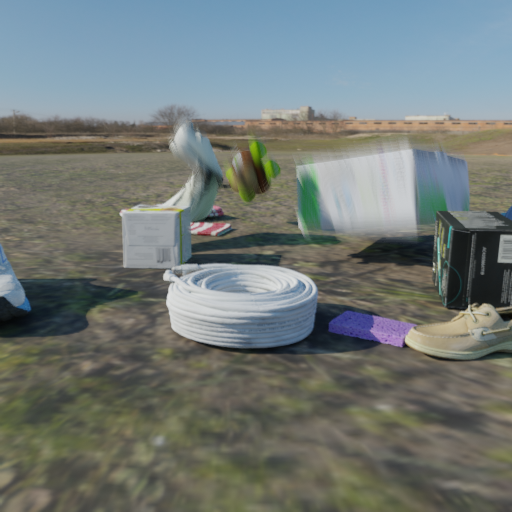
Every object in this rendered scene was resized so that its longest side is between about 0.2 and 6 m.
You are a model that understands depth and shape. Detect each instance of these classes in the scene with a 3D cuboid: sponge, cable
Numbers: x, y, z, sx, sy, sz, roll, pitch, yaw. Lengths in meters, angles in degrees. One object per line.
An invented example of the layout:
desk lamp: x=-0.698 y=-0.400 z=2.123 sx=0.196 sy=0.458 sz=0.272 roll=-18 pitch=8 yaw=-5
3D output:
sponge: x=1.518 y=0.937 z=7.257 sx=1.013 sy=0.151 sz=0.565 roll=9 pitch=16 yaw=32
cable: x=-0.180 y=0.634 z=7.394 sx=1.986 sy=0.688 sz=1.986 roll=-2 pitch=14 yaw=-14

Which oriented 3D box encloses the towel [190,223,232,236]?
towel: x=-1.467 y=-0.690 z=14.000 sx=1.488 sy=0.169 sz=1.072 roll=5 pitch=15 yaw=18

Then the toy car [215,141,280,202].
toy car: x=-0.290 y=-1.525 z=10.452 sx=0.939 sy=0.902 sz=1.143 roll=-42 pitch=-12 yaw=33

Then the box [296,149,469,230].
box: x=2.618 y=-1.275 z=11.322 sx=2.485 sy=1.362 sz=2.816 roll=-1 pitch=2 yaw=38

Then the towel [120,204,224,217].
towel: x=-2.356 y=-1.161 z=15.700 sx=2.413 sy=0.361 sz=1.766 roll=-13 pitch=19 yaw=-36

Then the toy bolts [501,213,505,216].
toy bolts: x=5.806 y=-0.855 z=12.064 sx=1.249 sy=1.721 sz=1.801 roll=-15 pitch=1 yaw=-30

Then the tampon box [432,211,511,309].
tampon box: x=3.389 y=0.020 z=8.702 sx=1.039 sy=1.234 sz=1.646 roll=2 pitch=14 yaw=10

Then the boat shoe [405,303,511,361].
boat shoe: x=2.670 y=0.840 z=6.692 sx=1.825 sy=0.593 sz=0.658 roll=-2 pitch=14 yaw=-7

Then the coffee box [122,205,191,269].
coffee box: x=-1.887 y=-0.394 z=10.797 sx=1.070 sy=1.072 sz=1.060 roll=2 pitch=14 yaw=7

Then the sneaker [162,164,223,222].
sneaker: x=-1.597 y=-1.217 z=12.095 sx=0.964 sy=1.470 sz=2.554 roll=35 pitch=42 yaw=7

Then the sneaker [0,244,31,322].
sneaker: x=-4.208 y=0.092 z=8.199 sx=1.201 sy=1.388 sz=3.203 roll=-8 pitch=17 yaw=-36

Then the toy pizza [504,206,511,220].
toy pizza: x=5.985 y=-0.490 z=10.910 sx=2.198 sy=0.348 sz=2.198 roll=-10 pitch=47 yaw=11

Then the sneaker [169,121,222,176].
sneaker: x=-1.338 y=-2.535 z=14.030 sx=0.745 sy=0.785 sz=1.950 roll=12 pitch=-16 yaw=30
